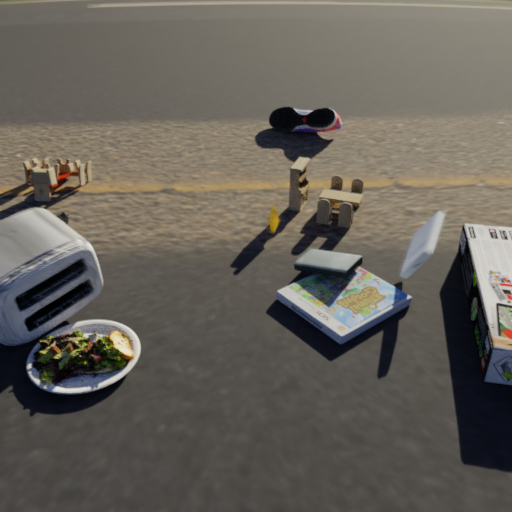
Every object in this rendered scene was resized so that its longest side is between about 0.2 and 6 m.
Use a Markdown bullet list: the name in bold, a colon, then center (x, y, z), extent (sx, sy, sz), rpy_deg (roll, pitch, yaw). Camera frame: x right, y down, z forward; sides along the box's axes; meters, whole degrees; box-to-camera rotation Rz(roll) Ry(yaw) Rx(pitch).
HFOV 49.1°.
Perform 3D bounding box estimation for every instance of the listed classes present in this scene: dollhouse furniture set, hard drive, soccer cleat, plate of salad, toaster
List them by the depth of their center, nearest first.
- **plate of salad**: center (-2.409, 1.321, 7.818), extent (1.542, 0.370, 1.542), rpy_deg (0, 32, 0)
- **toaster**: center (-3.448, 0.269, 8.542), extent (1.535, 1.350, 2.376), rpy_deg (28, 48, 32)
- **hard drive**: center (2.803, -0.188, 9.447), extent (0.148, 0.743, 1.126), rpy_deg (34, 46, -1)
- **hard drive**: center (1.234, 0.127, 9.603), extent (0.981, 0.161, 0.685), rpy_deg (8, 27, 31)
- **dollhouse furniture set**: center (1.472, -1.390, 11.647), extent (1.467, 0.975, 1.286), rpy_deg (11, 33, 17)
- **dollhouse furniture set**: center (-4.603, -1.749, 12.736), extent (1.370, 0.706, 1.355), rpy_deg (4, 20, 6)
- **soccer cleat**: center (1.386, -3.827, 16.039), extent (2.178, 0.743, 0.797), rpy_deg (7, -3, 32)

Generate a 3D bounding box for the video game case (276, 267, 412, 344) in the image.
- **video game case**: center (1.409, 0.673, 9.042), extent (1.635, 0.180, 1.489), rpy_deg (-22, 38, -32)

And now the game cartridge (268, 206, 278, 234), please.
- **game cartridge**: center (0.327, -0.690, 10.708), extent (0.065, 0.400, 0.352), rpy_deg (5, 48, 19)

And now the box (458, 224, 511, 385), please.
- **box**: center (4.325, 0.647, 8.669), extent (1.934, 0.610, 3.514), rpy_deg (6, 32, 10)
